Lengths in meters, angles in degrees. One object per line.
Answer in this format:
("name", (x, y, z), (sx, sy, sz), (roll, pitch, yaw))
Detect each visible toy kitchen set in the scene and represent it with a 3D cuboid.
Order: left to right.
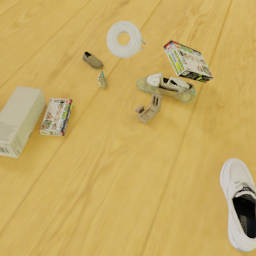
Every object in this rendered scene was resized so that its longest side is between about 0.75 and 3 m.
("toy kitchen set", (0.634, -0.769, 9.622), (0.675, 0.747, 0.828), (34, 54, 25))

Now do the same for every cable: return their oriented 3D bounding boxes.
("cable", (-0.119, -2.747, 8.724), (1.099, 0.381, 1.099), (-32, 94, 6))

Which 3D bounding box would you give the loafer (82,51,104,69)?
("loafer", (-1.467, -2.789, 11.493), (1.125, 0.379, 0.428), (32, 58, 23))

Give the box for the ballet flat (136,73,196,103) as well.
("ballet flat", (1.387, -1.610, 10.298), (2.309, 0.816, 0.816), (20, 54, 16))

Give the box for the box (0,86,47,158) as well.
("box", (-3.602, -0.258, 9.168), (0.976, 0.812, 2.376), (10, 51, 8))

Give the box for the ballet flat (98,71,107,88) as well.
("ballet flat", (-1.024, -1.883, 10.834), (0.318, 0.318, 0.899), (-11, 53, -9))

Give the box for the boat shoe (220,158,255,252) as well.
("boat shoe", (3.087, 1.836, 7.442), (0.968, 0.860, 2.632), (2, 51, 2))

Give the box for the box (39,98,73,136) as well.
("box", (-2.438, -0.404, 9.643), (0.814, 0.257, 1.480), (4, 51, 3))

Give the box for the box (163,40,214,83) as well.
("box", (2.130, -2.227, 9.612), (2.127, 0.369, 1.171), (-2, 64, -50))
